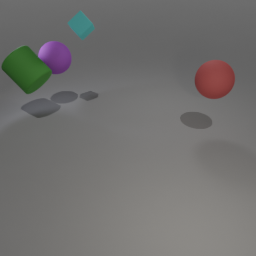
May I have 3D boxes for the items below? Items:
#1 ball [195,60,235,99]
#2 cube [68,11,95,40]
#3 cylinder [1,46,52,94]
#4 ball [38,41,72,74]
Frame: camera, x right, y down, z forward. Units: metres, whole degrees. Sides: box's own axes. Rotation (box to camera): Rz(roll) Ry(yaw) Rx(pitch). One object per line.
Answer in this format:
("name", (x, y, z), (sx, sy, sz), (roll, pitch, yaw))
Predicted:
("ball", (3.138, -1.753, 10.165), (1.400, 1.400, 1.400), (0, 31, 0))
("cube", (-1.816, -3.991, 10.945), (0.700, 0.700, 0.700), (-43, 4, 3))
("cylinder", (-4.064, -2.332, 11.317), (1.400, 1.400, 1.400), (46, 37, -5))
("ball", (-3.167, -3.049, 12.190), (1.400, 1.400, 1.400), (0, 31, 0))
